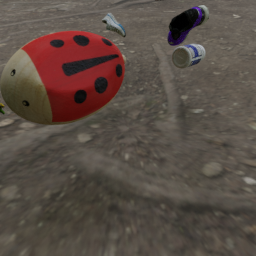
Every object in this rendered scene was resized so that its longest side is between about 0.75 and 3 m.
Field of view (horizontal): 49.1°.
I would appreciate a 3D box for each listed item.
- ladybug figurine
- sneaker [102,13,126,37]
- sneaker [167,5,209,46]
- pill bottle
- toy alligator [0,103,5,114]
[{"bbox_3d":[-1.081,-1.077,5.485,2.673,1.814,0.961,-29,6,-29],"label":"ladybug figurine"},{"bbox_3d":[-0.552,-3.810,10.659,0.505,0.437,1.165,-38,75,-12],"label":"sneaker"},{"bbox_3d":[1.549,-3.083,8.585,0.916,0.640,1.841,-22,-4,-26],"label":"sneaker"},{"bbox_3d":[1.394,-1.643,6.341,0.483,0.483,0.834,25,33,32],"label":"pill bottle"},{"bbox_3d":[-3.007,-0.558,6.133,0.769,0.255,0.185,39,3,6],"label":"toy alligator"}]
